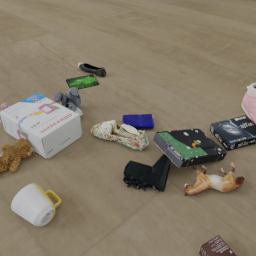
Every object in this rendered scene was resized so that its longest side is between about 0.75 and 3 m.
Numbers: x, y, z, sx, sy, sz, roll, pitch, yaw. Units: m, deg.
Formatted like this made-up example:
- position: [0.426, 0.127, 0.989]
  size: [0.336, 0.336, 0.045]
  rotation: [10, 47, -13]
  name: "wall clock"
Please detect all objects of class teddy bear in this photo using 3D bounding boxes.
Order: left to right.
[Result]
- position: [-4.179, 1.073, 9.824]
  size: [1.236, 0.569, 1.705]
  rotation: [15, 49, 29]
  name: "teddy bear"

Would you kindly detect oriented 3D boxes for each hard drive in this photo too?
- position: [2.182, 0.653, 9.837]
  size: [2.240, 0.424, 1.565]
  rotation: [-4, 36, -36]
  name: "hard drive"

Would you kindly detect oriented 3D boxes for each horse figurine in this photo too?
- position: [2.824, 1.643, 9.063]
  size: [2.021, 0.504, 1.339]
  rotation: [4, 36, 7]
  name: "horse figurine"

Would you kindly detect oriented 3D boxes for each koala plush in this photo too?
- position: [-2.426, -0.888, 11.929]
  size: [1.084, 1.124, 1.223]
  rotation: [-18, 58, 5]
  name: "koala plush"

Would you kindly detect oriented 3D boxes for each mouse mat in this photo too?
- position: [-2.340, -2.354, 14.354]
  size: [1.505, 0.057, 1.211]
  rotation: [-15, 41, -19]
  name: "mouse mat"

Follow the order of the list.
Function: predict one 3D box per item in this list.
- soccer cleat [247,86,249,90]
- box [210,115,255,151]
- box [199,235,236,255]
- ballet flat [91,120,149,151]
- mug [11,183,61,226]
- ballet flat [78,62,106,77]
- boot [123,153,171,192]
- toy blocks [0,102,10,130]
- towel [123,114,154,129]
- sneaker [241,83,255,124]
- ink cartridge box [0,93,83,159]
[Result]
- position: [6.203, -1.769, 13.233]
  size: [0.435, 0.540, 1.269]
  rotation: [-20, 44, -23]
  name: "soccer cleat"
- position: [4.251, 0.168, 10.917]
  size: [1.638, 0.357, 1.312]
  rotation: [-13, 41, -10]
  name: "box"
- position: [2.403, 3.380, 6.959]
  size: [0.616, 0.461, 1.231]
  rotation: [-19, 45, -23]
  name: "box"
- position: [-0.328, 0.117, 10.716]
  size: [2.462, 0.787, 0.931]
  rotation: [16, 43, 19]
  name: "ballet flat"
- position: [-2.544, 2.198, 8.071]
  size: [0.995, 0.970, 1.212]
  rotation: [32, 55, 23]
  name: "mug"
- position: [-1.928, -3.254, 15.063]
  size: [1.906, 0.541, 0.633]
  rotation: [23, 44, 26]
  name: "ballet flat"
- position: [0.665, 1.357, 9.352]
  size: [1.387, 0.626, 1.693]
  rotation: [10, 42, 15]
  name: "boot"
- position: [-4.903, -0.719, 11.602]
  size: [1.143, 0.962, 1.068]
  rotation: [-29, 47, -30]
  name: "toy blocks"
- position: [0.416, -0.242, 11.575]
  size: [1.275, 0.316, 0.941]
  rotation: [-1, 32, -1]
  name: "towel"
- position: [5.577, -0.820, 11.375]
  size: [1.027, 1.426, 2.728]
  rotation: [-4, 41, -7]
  name: "sneaker"
- position: [-3.309, -0.166, 10.817]
  size: [2.554, 1.081, 1.846]
  rotation: [27, 46, 27]
  name: "ink cartridge box"
